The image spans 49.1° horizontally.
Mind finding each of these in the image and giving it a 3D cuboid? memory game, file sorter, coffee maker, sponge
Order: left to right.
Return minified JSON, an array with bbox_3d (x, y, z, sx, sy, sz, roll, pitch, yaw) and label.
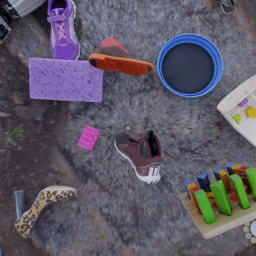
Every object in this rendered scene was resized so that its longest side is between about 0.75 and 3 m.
[{"bbox_3d":[-4.859,-5.010,10.669,2.922,1.968,2.807,-42,59,-5],"label":"coffee maker"},{"bbox_3d":[-2.319,-1.801,10.570,2.728,0.407,1.522,3,109,0],"label":"sponge"},{"bbox_3d":[-1.513,0.360,10.554,0.579,0.523,0.834,23,84,3],"label":"file sorter"},{"bbox_3d":[4.828,3.741,10.402,1.140,0.073,1.140,0,84,1],"label":"memory game"}]

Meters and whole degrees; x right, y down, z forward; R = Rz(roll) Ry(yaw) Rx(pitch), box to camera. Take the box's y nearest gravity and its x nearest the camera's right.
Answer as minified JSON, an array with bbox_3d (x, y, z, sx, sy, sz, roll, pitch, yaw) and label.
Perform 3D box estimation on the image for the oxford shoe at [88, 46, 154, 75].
[{"bbox_3d":[-0.186,-2.372,9.397,2.281,0.812,0.827,14,67,15],"label":"oxford shoe"}]

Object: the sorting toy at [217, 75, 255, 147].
[{"bbox_3d":[4.738,-0.534,10.377,2.479,1.325,2.232,-38,93,-5],"label":"sorting toy"}]

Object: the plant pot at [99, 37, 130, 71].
[{"bbox_3d":[-0.590,-2.871,10.735,1.053,1.053,0.932,-31,74,-3],"label":"plant pot"}]

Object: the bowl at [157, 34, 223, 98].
[{"bbox_3d":[2.361,-2.371,10.877,2.507,0.492,2.507,0,83,0],"label":"bowl"}]

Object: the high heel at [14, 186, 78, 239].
[{"bbox_3d":[-2.901,3.022,10.099,2.435,0.869,1.736,-7,85,8],"label":"high heel"}]

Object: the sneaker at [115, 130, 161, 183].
[{"bbox_3d":[0.389,0.466,8.412,0.865,2.286,1.320,-7,125,-30],"label":"sneaker"}]

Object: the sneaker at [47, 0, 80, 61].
[{"bbox_3d":[-2.538,-3.859,10.654,1.165,1.280,2.896,-5,85,-2],"label":"sneaker"}]

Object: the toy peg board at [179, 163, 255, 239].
[{"bbox_3d":[2.670,1.702,8.071,2.236,2.227,1.094,-23,104,-1],"label":"toy peg board"}]

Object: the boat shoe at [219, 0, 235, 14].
[{"bbox_3d":[3.756,-5.437,11.207,0.602,0.513,1.800,-29,84,-3],"label":"boat shoe"}]
